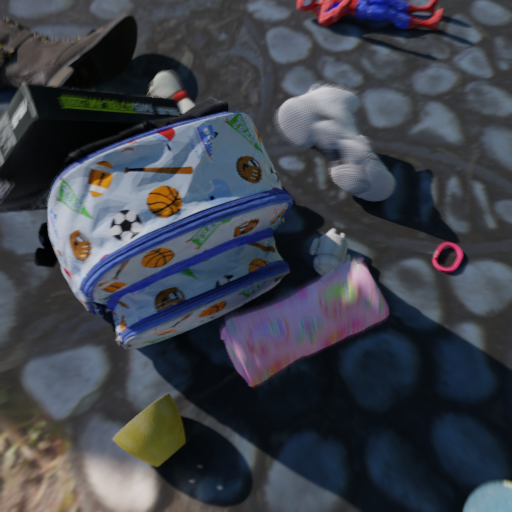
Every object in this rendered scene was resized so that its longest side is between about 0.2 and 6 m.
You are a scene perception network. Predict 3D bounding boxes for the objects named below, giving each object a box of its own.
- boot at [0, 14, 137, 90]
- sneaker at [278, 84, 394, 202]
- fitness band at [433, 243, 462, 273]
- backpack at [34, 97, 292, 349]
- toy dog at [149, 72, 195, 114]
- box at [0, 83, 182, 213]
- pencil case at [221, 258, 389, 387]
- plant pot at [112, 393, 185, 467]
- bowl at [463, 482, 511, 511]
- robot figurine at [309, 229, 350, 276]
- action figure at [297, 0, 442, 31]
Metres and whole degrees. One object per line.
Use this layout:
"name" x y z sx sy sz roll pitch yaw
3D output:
"boot" -4.185 -4.246 11.298 2.634 1.047 3.026 29 64 17
"sneaker" 1.574 -2.045 9.644 2.340 0.879 1.345 40 50 -1
"fitness band" 3.113 0.035 9.106 0.403 0.105 0.561 30 63 15
"backpack" -1.114 -0.350 7.418 3.528 3.361 2.718 -29 78 -17
"toy dog" -1.389 -2.349 9.639 0.849 1.163 1.763 -31 46 -14
"box" -2.633 -1.444 8.100 2.415 2.501 0.594 -14 76 -50
"pencil case" 0.570 0.759 6.572 1.948 0.852 0.852 -26 61 -10
"plant pot" -1.294 2.321 7.241 0.902 0.902 0.640 -37 80 -21
"bowl" 3.058 3.295 6.647 0.571 1.061 1.061 28 49 -34
"robot figurine" 1.179 -0.014 8.905 0.714 0.475 0.842 23 59 -9
"action figure" 2.443 -5.701 12.025 3.093 1.531 1.009 2 57 4
